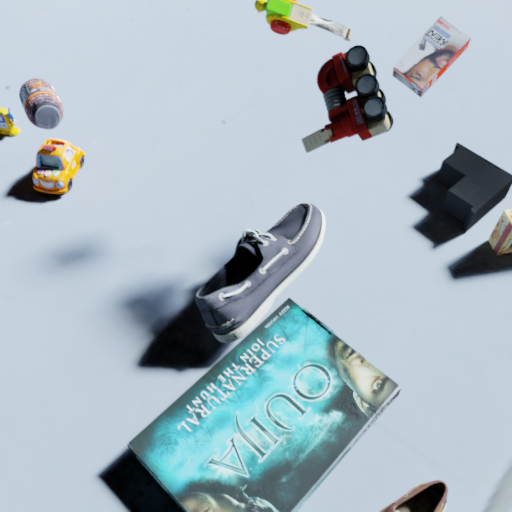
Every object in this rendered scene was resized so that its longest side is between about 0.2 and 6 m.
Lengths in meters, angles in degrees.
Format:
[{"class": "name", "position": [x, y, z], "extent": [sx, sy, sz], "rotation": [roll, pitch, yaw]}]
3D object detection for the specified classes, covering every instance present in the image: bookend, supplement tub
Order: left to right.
[{"class": "supplement tub", "position": [-4.023, -2.828, 10.544], "extent": [0.691, 0.691, 1.292], "rotation": [-23, 42, -16]}, {"class": "bookend", "position": [4.381, -1.474, 11.938], "extent": [1.479, 0.681, 1.470], "rotation": [-37, 61, -23]}]

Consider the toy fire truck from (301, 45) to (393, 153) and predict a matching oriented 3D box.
[{"class": "toy fire truck", "position": [1.351, -2.490, 9.466], "extent": [1.622, 1.043, 1.428], "rotation": [-20, 77, 19]}]

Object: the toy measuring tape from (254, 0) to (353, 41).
[{"class": "toy measuring tape", "position": [0.801, -4.146, 9.928], "extent": [1.792, 0.659, 0.659], "rotation": [15, 53, -13]}]

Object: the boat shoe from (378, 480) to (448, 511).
[{"class": "boat shoe", "position": [1.983, 3.896, 7.972], "extent": [2.022, 0.728, 0.729], "rotation": [-28, 59, -19]}]

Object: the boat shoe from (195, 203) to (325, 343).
[{"class": "boat shoe", "position": [0.133, 0.008, 10.341], "extent": [1.238, 1.068, 3.407], "rotation": [0, 44, 50]}]

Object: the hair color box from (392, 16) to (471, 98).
[{"class": "hair color box", "position": [3.090, -3.518, 9.910], "extent": [0.685, 0.395, 1.235], "rotation": [43, 93, 14]}]

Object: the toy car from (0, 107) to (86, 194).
[{"class": "toy car", "position": [-5.151, -2.429, 12.477], "extent": [2.845, 0.947, 1.396], "rotation": [24, 57, 16]}]

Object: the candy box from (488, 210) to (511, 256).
[{"class": "candy box", "position": [5.589, -0.554, 11.091], "extent": [1.646, 0.950, 0.455], "rotation": [-8, 54, -6]}]

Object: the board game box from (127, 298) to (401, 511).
[{"class": "board game box", "position": [0.202, 2.642, 9.018], "extent": [2.529, 0.526, 3.739], "rotation": [38, 62, 24]}]
